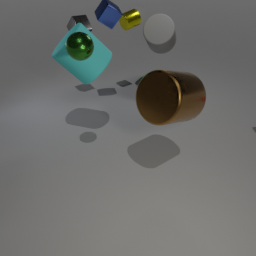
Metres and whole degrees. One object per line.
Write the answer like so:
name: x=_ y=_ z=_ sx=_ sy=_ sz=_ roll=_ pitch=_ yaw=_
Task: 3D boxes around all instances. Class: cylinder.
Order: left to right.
cylinder: x=-1.477 y=-2.377 z=9.058 sx=1.400 sy=1.400 sz=1.400 roll=-36 pitch=31 yaw=26
cylinder: x=0.081 y=-4.610 z=11.928 sx=0.700 sy=0.700 sz=0.700 roll=-32 pitch=42 yaw=-20
cylinder: x=1.483 y=-4.291 z=12.869 sx=1.400 sy=1.400 sz=1.400 roll=8 pitch=0 yaw=13
cylinder: x=1.162 y=-0.824 z=7.540 sx=1.400 sy=1.400 sz=1.400 roll=26 pitch=22 yaw=35

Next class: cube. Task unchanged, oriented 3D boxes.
cube: x=-2.020 y=-4.191 z=11.682 sx=0.700 sy=0.700 sz=0.700 roll=-23 pitch=-6 yaw=-36
cube: x=-0.744 y=-4.312 z=10.539 sx=0.700 sy=0.700 sz=0.700 roll=20 pitch=36 yaw=-37

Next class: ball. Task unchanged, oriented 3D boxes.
ball: x=-1.203 y=-2.042 z=7.009 sx=0.700 sy=0.700 sz=0.700 roll=0 pitch=32 yaw=0
